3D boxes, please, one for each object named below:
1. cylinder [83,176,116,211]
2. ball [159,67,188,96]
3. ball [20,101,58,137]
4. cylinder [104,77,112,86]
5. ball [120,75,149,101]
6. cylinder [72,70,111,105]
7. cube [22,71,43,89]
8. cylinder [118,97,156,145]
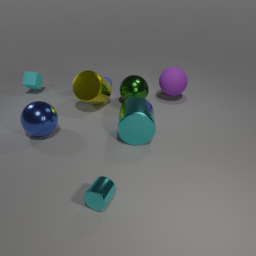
[{"bbox_3d":[-0.782,1.835,7.875,0.700,0.700,0.700,12,32,20],"label":"cylinder"},{"bbox_3d":[2.230,-2.298,13.801,1.400,1.400,1.400,0,30,0],"label":"ball"},{"bbox_3d":[-3.442,-0.351,10.900,1.400,1.400,1.400,0,30,0],"label":"ball"},{"bbox_3d":[-1.245,-2.244,14.754,0.700,0.700,0.700,5,37,9],"label":"cylinder"},{"bbox_3d":[0.294,-1.844,13.462,1.400,1.400,1.400,0,30,0],"label":"ball"},{"bbox_3d":[-1.633,-1.823,12.932,1.400,1.400,1.400,9,1,15],"label":"cylinder"},{"bbox_3d":[-4.929,-2.466,14.523,0.700,0.700,0.700,7,-8,11],"label":"cube"},{"bbox_3d":[0.333,-0.284,10.788,1.400,1.400,1.400,1,30,1],"label":"cylinder"}]
